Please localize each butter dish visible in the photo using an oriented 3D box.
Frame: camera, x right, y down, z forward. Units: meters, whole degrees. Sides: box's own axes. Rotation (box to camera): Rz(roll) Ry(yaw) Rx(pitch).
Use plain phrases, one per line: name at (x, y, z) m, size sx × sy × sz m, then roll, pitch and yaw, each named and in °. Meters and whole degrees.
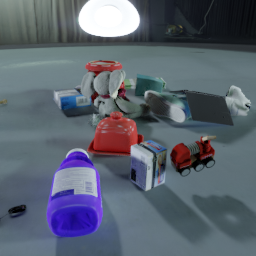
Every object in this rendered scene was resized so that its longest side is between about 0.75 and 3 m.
butter dish at (-0.373, 0.080, 9.117) m, size 1.700 × 1.260 × 1.704 m, roll 2°, pitch 22°, yaw 8°

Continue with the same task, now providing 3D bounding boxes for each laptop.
laptop at (3.040, -0.864, 11.830) m, size 1.999 × 1.237 × 2.135 m, roll 7°, pitch 2°, yaw -21°

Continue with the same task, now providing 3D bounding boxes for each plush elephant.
plush elephant at (-0.669, -1.447, 11.663) m, size 2.341 × 2.200 × 2.842 m, roll 16°, pitch 26°, yaw 34°

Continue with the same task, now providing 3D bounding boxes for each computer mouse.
computer mouse at (-2.728, 1.888, 6.037) m, size 0.320 × 0.186 × 1.093 m, roll 18°, pitch 28°, yaw 40°

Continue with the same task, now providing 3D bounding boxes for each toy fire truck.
toy fire truck at (1.663, 0.537, 6.902) m, size 1.094 × 1.242 × 0.799 m, roll -16°, pitch 39°, yaw -11°

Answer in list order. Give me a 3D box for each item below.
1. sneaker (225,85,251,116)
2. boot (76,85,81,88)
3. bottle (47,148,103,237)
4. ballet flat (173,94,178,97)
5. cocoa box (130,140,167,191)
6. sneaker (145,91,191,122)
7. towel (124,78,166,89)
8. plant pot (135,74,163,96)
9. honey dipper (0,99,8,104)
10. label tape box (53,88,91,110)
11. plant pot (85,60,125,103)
sneaker at (5.009, -1.149, 12.888) m, size 1.176 × 1.006 × 2.701 m, roll 16°, pitch 34°, yaw 18°
boot at (-2.589, -2.425, 16.597) m, size 1.012 × 0.372 × 0.484 m, roll 1°, pitch 28°, yaw 4°
bottle at (-1.205, 1.320, 6.524) m, size 1.106 × 0.864 × 2.647 m, roll -3°, pitch 22°, yaw -9°
ballet flat at (1.968, -1.205, 13.493) m, size 1.645 × 0.611 × 0.611 m, roll -21°, pitch 30°, yaw -38°
cocoa box at (0.522, 0.949, 7.232) m, size 0.679 × 1.034 × 0.690 m, roll -14°, pitch 27°, yaw -34°
sneaker at (1.994, -1.098, 12.475) m, size 1.509 × 0.942 × 2.558 m, roll -23°, pitch 40°, yaw -35°
towel at (0.927, -2.790, 17.664) m, size 2.708 × 0.416 × 2.020 m, roll -3°, pitch 20°, yaw -2°
plant pot at (1.164, -2.328, 15.615) m, size 1.463 × 1.034 × 1.033 m, roll 7°, pitch 22°, yaw 0°
honey dipper at (-6.786, -1.097, 13.262) m, size 0.425 × 0.425 × 2.239 m, roll 16°, pitch 25°, yaw 34°
label tape box at (-2.901, -1.606, 14.150) m, size 1.523 × 0.668 × 2.112 m, roll -10°, pitch 24°, yaw -23°
plant pot at (-1.210, -2.487, 14.696) m, size 2.154 × 1.961 × 2.154 m, roll 1°, pitch 20°, yaw -1°
